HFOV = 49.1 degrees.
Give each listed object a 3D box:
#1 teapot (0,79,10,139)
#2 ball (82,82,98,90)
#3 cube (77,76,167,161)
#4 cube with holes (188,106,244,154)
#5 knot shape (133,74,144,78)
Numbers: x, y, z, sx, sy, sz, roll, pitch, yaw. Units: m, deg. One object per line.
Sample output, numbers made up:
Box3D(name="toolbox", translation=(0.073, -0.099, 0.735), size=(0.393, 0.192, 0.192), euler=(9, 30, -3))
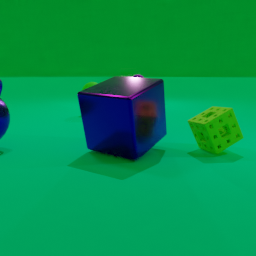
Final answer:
Box3D(name="teapot", translation=(-3.301, -0.176, 5.983), size=(1.286, 2.068, 1.013), euler=(28, -12, 1))
Box3D(name="ball", translation=(-1.441, -1.418, 11.417), size=(0.906, 0.906, 0.906), euler=(0, 11, 0))
Box3D(name="cube", translation=(-0.074, -0.281, 6.047), size=(1.335, 1.335, 1.335), euler=(10, 29, 33))
Box3D(name="cube with holes", translation=(1.897, 0.025, 6.122), size=(0.719, 0.719, 0.719), euler=(-29, 14, -11))
Box3D(name="knot shape", translation=(0.266, -1.393, 11.952), size=(0.713, 1.544, 1.445), euler=(18, 48, 2))
